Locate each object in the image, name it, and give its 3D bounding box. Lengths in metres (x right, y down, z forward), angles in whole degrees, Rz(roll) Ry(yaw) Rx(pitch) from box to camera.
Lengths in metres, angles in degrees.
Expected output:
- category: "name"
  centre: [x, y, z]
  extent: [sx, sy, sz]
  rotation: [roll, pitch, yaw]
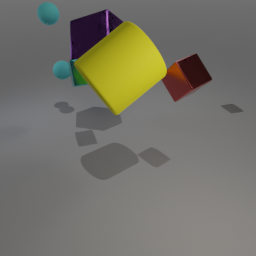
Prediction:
- category: "ball"
  centre: [-2.498, -2.199, 10.662]
  extent: [0.700, 0.700, 0.700]
  rotation: [0, 29, 0]
- category: "ball"
  centre: [-2.615, -3.750, 9.199]
  extent: [0.700, 0.700, 0.700]
  rotation: [0, 29, 0]
- category: "cube"
  centre: [-1.210, -1.524, 7.675]
  extent: [0.700, 0.700, 0.700]
  rotation: [-11, 10, -14]
- category: "cube"
  centre: [-0.831, -2.602, 8.772]
  extent: [1.400, 1.400, 1.400]
  rotation: [-5, -5, 28]
- category: "cylinder"
  centre: [-0.158, -1.227, 5.878]
  extent: [1.400, 1.400, 1.400]
  rotation: [-40, 36, -2]
- category: "cube"
  centre: [1.290, -1.120, 6.284]
  extent: [0.700, 0.700, 0.700]
  rotation: [-28, -5, -30]
